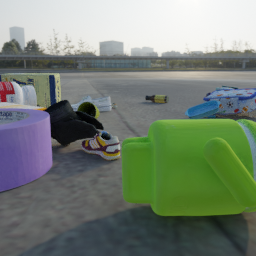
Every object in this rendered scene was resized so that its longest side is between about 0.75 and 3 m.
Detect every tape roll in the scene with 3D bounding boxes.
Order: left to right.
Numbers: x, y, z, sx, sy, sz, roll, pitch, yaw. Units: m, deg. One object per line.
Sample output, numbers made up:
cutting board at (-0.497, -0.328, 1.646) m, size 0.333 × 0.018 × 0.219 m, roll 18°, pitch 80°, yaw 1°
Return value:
tape roll at (-3.152, 0.352, 6.155) m, size 2.847 × 1.209 × 2.847 m, roll 0°, pitch 12°, yaw 0°

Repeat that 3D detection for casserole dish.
casserole dish at (2.365, -0.544, 8.821) m, size 1.124 × 0.218 × 0.681 m, roll -18°, pitch 24°, yaw 15°

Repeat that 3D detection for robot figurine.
robot figurine at (1.181, 0.600, 4.404) m, size 2.556 × 1.479 × 2.243 m, roll -1°, pitch 4°, yaw -1°

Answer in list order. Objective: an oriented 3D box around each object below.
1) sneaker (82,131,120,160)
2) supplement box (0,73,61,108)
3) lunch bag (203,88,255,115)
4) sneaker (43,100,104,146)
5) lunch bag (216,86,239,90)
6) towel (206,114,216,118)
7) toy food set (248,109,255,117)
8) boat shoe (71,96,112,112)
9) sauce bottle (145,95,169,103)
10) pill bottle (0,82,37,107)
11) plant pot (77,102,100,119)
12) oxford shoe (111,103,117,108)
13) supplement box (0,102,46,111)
sneaker at (-0.715, 0.361, 7.351) m, size 0.543 × 0.652 × 1.448 m, roll -12°, pitch 18°, yaw -44°
supplement box at (-4.982, -1.872, 14.483) m, size 2.761 × 1.854 × 2.758 m, roll -2°, pitch 13°, yaw -7°
lunch bag at (4.746, -1.296, 12.873) m, size 2.388 × 0.902 × 1.914 m, roll 7°, pitch 26°, yaw 44°
sneaker at (-2.072, 0.053, 8.038) m, size 2.537 × 1.323 × 0.762 m, roll -20°, pitch 32°, yaw 20°
lunch bag at (6.623, -2.298, 18.563) m, size 1.252 × 0.896 × 1.469 m, roll 15°, pitch 19°, yaw 39°
towel at (3.520, -0.580, 12.792) m, size 0.959 × 0.104 × 0.703 m, roll 3°, pitch 12°, yaw 15°
toy food set at (5.970, -1.094, 13.644) m, size 1.520 × 0.640 × 2.118 m, roll -18°, pitch 21°, yaw -6°
boat shoe at (-2.006, -1.205, 13.917) m, size 2.446 × 0.817 × 0.899 m, roll -7°, pitch 15°, yaw -29°
sauce bottle at (1.807, -1.844, 17.528) m, size 1.485 × 0.480 × 0.480 m, roll 9°, pitch 15°, yaw 27°
pill bottle at (-5.471, -1.139, 11.841) m, size 2.859 × 1.605 × 1.605 m, roll -8°, pitch 15°, yaw -34°
plant pot at (-1.542, -0.619, 11.661) m, size 0.851 × 0.851 × 0.909 m, roll 3°, pitch -1°, yaw 15°
oxford shoe at (-0.847, -1.299, 15.651) m, size 0.330 × 0.253 × 0.876 m, roll -10°, pitch 14°, yaw -26°
supplement box at (-4.197, -0.322, 9.803) m, size 2.389 × 0.878 × 1.506 m, roll 9°, pitch 14°, yaw 31°
